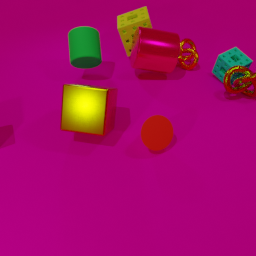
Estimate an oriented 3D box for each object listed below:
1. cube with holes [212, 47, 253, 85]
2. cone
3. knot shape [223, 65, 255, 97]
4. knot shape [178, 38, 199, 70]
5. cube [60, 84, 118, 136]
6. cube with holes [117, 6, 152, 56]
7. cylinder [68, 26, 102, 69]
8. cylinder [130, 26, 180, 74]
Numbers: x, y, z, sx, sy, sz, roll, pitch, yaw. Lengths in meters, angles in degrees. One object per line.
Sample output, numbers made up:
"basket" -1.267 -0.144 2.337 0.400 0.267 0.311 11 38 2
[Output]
"cube with holes" 3.330 -1.966 9.001 0.756 0.756 0.756 -28 63 -18
"cone" 0.560 0.079 7.012 0.850 0.850 0.853 -16 10 -17
"knot shape" 3.483 -1.325 8.225 1.277 1.195 0.590 -11 58 19
"knot shape" 2.037 -2.515 9.768 1.111 0.513 1.040 -33 68 -4
"cube" -0.939 -0.490 6.984 1.106 1.106 1.106 7 10 8
"cube with holes" 0.327 -3.523 10.231 1.123 1.123 1.123 -15 41 11
"cylinder" -1.358 -2.514 8.854 0.987 0.987 0.987 -5 80 -6
"cylinder" 0.843 -2.494 9.037 1.310 1.310 1.310 6 41 -11
